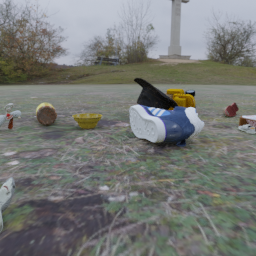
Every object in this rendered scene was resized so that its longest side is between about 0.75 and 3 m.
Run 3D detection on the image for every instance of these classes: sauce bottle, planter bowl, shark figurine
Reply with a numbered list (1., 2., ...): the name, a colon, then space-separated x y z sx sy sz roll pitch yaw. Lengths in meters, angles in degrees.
1. sauce bottle: -3.893 -0.765 13.207 0.913 0.913 2.764 -4 13 -19
2. planter bowl: -1.688 -0.269 11.706 1.250 0.521 1.250 0 12 0
3. shark figurine: -2.286 1.332 4.390 1.290 0.771 0.538 -17 -14 1

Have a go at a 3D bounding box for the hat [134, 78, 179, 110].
1. hat: 1.281 -1.331 14.440 2.914 1.176 2.914 34 3 -2

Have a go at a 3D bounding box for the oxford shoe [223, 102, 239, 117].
1. oxford shoe: 5.389 -0.864 14.979 0.654 0.616 1.748 -30 -5 39

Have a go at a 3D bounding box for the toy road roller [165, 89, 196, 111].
1. toy road roller: 2.888 -1.480 16.084 2.001 1.230 1.461 8 26 34

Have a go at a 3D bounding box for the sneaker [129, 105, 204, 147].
1. sneaker: 1.368 -0.233 9.770 2.026 1.115 2.767 -8 16 -19

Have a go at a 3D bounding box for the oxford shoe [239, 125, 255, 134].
1. oxford shoe: 4.664 0.002 10.942 0.393 0.302 1.046 -4 10 -2

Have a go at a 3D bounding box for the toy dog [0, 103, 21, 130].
1. toy dog: -4.853 -0.227 10.963 1.447 0.697 0.954 -33 -21 -14

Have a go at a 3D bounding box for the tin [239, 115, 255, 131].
1. tin: 5.599 -0.157 11.372 1.375 0.514 2.455 1 11 -17
